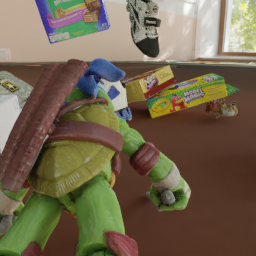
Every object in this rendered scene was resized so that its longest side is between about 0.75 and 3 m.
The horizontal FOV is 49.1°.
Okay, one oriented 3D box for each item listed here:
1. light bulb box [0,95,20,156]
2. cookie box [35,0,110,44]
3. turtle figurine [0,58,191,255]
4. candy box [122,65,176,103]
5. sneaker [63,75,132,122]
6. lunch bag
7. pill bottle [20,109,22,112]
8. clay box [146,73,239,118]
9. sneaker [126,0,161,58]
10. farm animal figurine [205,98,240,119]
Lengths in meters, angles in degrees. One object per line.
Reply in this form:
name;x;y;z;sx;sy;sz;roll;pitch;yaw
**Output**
light bulb box;-2.878;0.466;3.933;2.254;1.419;2.274;-5;16;-4
cookie box;-1.534;-3.461;7.394;1.711;2.000;0.752;-13;25;4
turtle figurine;-0.435;1.008;2.931;2.076;2.885;2.797;20;35;-10
candy box;0.300;-1.480;10.245;1.502;0.727;2.575;-31;17;-29
sneaker;-1.118;-0.931;8.312;2.986;1.724;1.206;-16;21;-43
lunch bag;-4.326;-0.914;8.647;2.523;1.483;2.069;3;23;3
pill bottle;-3.105;-0.121;7.217;1.395;0.789;0.789;2;16;3
clay box;2.109;-1.225;9.702;2.928;0.697;1.682;-18;14;8
sneaker;0.744;-4.237;11.049;1.067;2.880;1.274;-12;-9;-33
farm animal figurine;3.098;-0.599;9.177;1.106;0.583;1.118;15;26;40
